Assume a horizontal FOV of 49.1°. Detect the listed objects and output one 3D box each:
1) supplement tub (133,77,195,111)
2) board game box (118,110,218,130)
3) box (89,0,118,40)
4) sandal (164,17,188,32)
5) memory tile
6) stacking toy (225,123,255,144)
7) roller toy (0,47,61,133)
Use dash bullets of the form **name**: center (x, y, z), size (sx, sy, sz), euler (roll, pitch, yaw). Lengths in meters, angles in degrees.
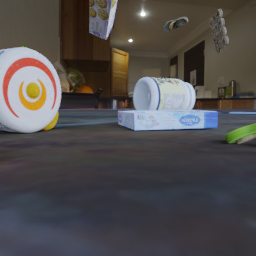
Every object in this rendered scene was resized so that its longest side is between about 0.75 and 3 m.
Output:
- **supplement tub**: center (2.016, -1.686, 15.595), size (2.978, 2.159, 2.159), euler (-3, 6, -30)
- **board game box**: center (1.078, -0.293, 8.746), size (2.425, 0.529, 2.437), euler (-1, 5, -12)
- **box**: center (-0.590, -3.006, 6.789), size (0.576, 0.538, 2.781), euler (24, -8, -6)
- **sandal**: center (1.577, -3.435, 9.379), size (0.928, 0.250, 0.373), euler (-8, -35, 40)
- **memory tile**: center (3.186, -3.398, 9.888), size (0.109, 1.293, 0.991), euler (-11, -5, -5)
- **stacking toy**: center (2.541, 0.176, 4.785), size (1.515, 0.640, 1.372), euler (-1, -22, -45)
- **roller toy**: center (-2.774, -0.890, 6.988), size (1.562, 2.235, 2.039), euler (4, 16, 34)
